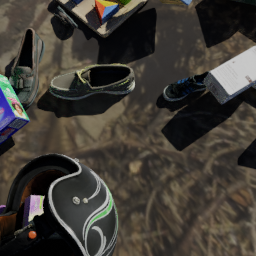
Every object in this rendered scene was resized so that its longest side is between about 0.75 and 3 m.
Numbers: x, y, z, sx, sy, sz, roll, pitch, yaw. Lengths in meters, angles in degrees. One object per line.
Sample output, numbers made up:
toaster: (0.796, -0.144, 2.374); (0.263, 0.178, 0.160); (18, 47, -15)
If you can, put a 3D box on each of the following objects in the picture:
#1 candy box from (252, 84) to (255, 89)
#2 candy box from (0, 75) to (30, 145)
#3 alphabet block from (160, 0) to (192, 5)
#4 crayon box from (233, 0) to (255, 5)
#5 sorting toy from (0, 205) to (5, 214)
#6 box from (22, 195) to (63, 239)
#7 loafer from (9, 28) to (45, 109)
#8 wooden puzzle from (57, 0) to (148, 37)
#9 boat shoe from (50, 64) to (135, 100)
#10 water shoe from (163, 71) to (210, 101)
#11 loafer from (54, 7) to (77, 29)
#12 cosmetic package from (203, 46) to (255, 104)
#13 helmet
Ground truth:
candy box: (4.565, -1.712, 9.203); (1.233, 0.441, 1.034); (37, 73, 13)
candy box: (-4.070, -0.514, 8.393); (1.553, 0.707, 1.837); (-36, 72, 7)
alphabet block: (1.462, -5.043, 9.247); (1.429, 1.403, 1.395); (38, 103, 51)
crayon box: (4.789, -5.668, 10.235); (2.794, 0.720, 1.756); (-41, 49, -13)
sorting toy: (-3.886, 3.148, 7.285); (0.826, 0.831, 2.397); (8, 69, 28)
box: (-1.882, 2.113, 6.575); (1.029, 0.497, 0.905); (13, 60, -32)
loafer: (-3.376, -1.981, 9.082); (0.967, 0.846, 2.690); (3, 69, 2)
wooden puzzle: (-0.954, -5.007, 10.369); (2.859, 0.662, 2.648); (39, 74, 14)
boat shoe: (-1.171, -1.538, 8.925); (2.782, 0.832, 0.994); (-4, 69, -2)
water shoe: (1.903, -1.413, 8.966); (1.689, 0.666, 0.604); (-22, 70, -8)
loafer: (-2.266, -3.904, 10.133); (0.375, 0.429, 1.193); (-43, 67, 6)
cosmetic package: (3.342, -1.606, 8.472); (1.891, 0.700, 0.961); (-32, 76, -15)
helmet: (-1.599, 2.140, 6.454); (2.926, 2.789, 2.926); (1, 105, 6)
